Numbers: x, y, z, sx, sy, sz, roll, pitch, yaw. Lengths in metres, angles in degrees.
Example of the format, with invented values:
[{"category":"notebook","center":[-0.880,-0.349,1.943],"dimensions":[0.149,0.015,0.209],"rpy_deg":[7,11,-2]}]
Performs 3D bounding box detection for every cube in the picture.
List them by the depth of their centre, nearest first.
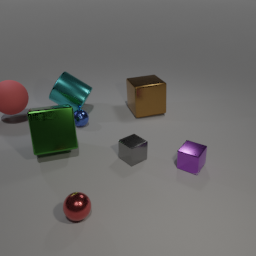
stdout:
[{"category":"cube","center":[2.012,0.918,8.829],"dimensions":[0.700,0.700,0.700],"rpy_deg":[17,37,30]},{"category":"cube","center":[0.164,0.716,9.271],"dimensions":[0.700,0.700,0.700],"rpy_deg":[-21,35,-34]},{"category":"cube","center":[-2.545,-0.003,9.482],"dimensions":[1.400,1.400,1.400],"rpy_deg":[-9,10,-16]},{"category":"cube","center":[0.798,-1.438,12.410],"dimensions":[1.400,1.400,1.400],"rpy_deg":[-10,28,-13]}]

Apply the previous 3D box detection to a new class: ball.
[{"category":"ball","center":[-1.264,1.948,6.974],"dimensions":[0.700,0.700,0.700],"rpy_deg":[0,28,0]},{"category":"ball","center":[-1.939,-0.408,11.365],"dimensions":[0.700,0.700,0.700],"rpy_deg":[0,28,0]},{"category":"ball","center":[-4.778,-1.237,11.378],"dimensions":[1.400,1.400,1.400],"rpy_deg":[0,28,0]}]

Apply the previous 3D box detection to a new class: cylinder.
[{"category":"cylinder","center":[-2.466,-1.498,12.118],"dimensions":[1.400,1.400,1.400],"rpy_deg":[31,28,-9]}]
